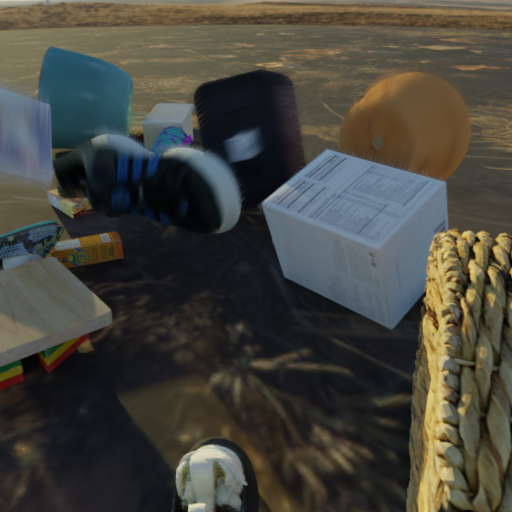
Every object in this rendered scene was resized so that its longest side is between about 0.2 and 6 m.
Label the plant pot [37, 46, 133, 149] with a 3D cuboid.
[{"bbox_3d":[-4.122,-3.775,13.946,1.969,2.453,2.453,6,27,-8],"label":"plant pot"}]

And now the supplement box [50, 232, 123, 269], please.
[{"bbox_3d":[-2.681,-0.076,8.847,1.083,0.360,0.373,-11,33,-19],"label":"supplement box"}]

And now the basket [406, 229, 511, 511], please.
[{"bbox_3d":[2.475,1.228,4.088,2.535,2.428,3.403,7,29,15],"label":"basket"}]

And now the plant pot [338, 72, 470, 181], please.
[{"bbox_3d":[2.171,-1.846,8.770,1.900,1.900,1.330,20,29,34],"label":"plant pot"}]

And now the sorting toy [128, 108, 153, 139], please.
[{"bbox_3d":[-3.131,-3.838,16.147,2.111,0.379,2.834,12,29,31],"label":"sorting toy"}]

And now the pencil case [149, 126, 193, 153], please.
[{"bbox_3d":[-1.965,-2.334,12.708,0.872,0.803,1.887,-14,27,6],"label":"pencil case"}]

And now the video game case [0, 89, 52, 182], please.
[{"bbox_3d":[-3.088,-1.537,6.799,1.214,1.106,0.139,10,-27,-44],"label":"video game case"}]

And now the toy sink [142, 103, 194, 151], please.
[{"bbox_3d":[-2.204,-3.273,14.444,1.022,0.879,1.568,2,33,4],"label":"toy sink"}]

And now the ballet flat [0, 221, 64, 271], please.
[{"bbox_3d":[-3.814,0.241,7.861,2.464,0.915,0.915,-21,34,-26],"label":"ballet flat"}]

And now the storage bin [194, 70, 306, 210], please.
[{"bbox_3d":[-0.061,-2.057,10.117,1.533,2.268,1.063,-6,11,21],"label":"storage bin"}]

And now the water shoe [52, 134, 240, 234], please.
[{"bbox_3d":[-1.755,-0.912,8.378,3.510,1.255,1.385,20,41,40],"label":"water shoe"}]

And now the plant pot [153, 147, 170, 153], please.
[{"bbox_3d":[-1.639,-1.216,10.025,1.210,1.210,0.815,23,59,37],"label":"plant pot"}]

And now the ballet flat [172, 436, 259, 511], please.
[{"bbox_3d":[-0.336,2.034,4.360,0.732,0.736,2.152,-6,27,-1],"label":"ballet flat"}]

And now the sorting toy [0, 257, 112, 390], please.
[{"bbox_3d":[-2.933,0.850,6.760,1.806,0.632,1.817,-20,33,-34],"label":"sorting toy"}]

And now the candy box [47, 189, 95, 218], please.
[{"bbox_3d":[-3.531,-1.064,10.829,0.576,0.276,0.997,-23,36,-37],"label":"candy box"}]

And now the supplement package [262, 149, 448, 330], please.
[{"bbox_3d":[1.379,-0.300,7.653,1.934,1.468,1.457,26,57,40],"label":"supplement package"}]
